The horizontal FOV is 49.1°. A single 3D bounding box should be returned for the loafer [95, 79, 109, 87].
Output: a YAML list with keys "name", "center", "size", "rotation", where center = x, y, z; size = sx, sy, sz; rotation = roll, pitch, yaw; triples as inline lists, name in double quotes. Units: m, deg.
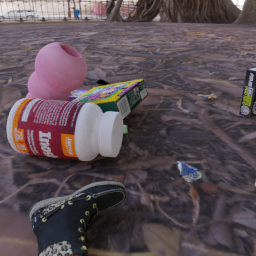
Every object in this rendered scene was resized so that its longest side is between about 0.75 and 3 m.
- name: "loafer"
  center: [-1.218, -2.055, 13.529]
  size: [0.782, 0.685, 2.176]
  rotation: [-2, 26, -3]

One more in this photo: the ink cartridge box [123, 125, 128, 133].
- name: "ink cartridge box"
  center: [-0.622, 0.042, 9.348]
  size: [1.182, 0.283, 0.860]
  rotation: [-3, 3, -3]

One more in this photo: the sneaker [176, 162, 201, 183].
- name: "sneaker"
  center: [1.455, 1.033, 6.759]
  size: [0.395, 1.026, 0.388]
  rotation: [-14, 63, 27]

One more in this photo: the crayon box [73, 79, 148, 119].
- name: "crayon box"
  center: [-0.849, -0.964, 10.552]
  size: [2.380, 0.804, 2.759]
  rotation: [-6, 21, 27]

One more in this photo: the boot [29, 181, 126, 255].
- name: "boot"
  center: [-0.827, 1.883, 5.398]
  size: [2.039, 0.736, 1.540]
  rotation: [-13, 31, -14]

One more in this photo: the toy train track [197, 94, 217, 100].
- name: "toy train track"
  center: [3.640, -1.435, 12.916]
  size: [0.886, 0.144, 0.508]
  rotation: [11, 35, 34]

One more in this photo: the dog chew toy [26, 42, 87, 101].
- name: "dog chew toy"
  center: [-2.610, -1.505, 9.602]
  size: [1.711, 2.747, 1.711]
  rotation: [32, 24, -16]

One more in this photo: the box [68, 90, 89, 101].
- name: "box"
  center: [-2.304, -1.454, 12.745]
  size: [1.478, 0.289, 1.011]
  rotation: [3, 26, 6]

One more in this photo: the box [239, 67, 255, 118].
- name: "box"
  center: [5.451, -1.583, 11.236]
  size: [2.308, 1.849, 0.511]
  rotation: [-18, 30, -33]

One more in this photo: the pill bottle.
- name: "pill bottle"
  center: [-1.720, 0.051, 8.044]
  size: [2.960, 1.672, 1.672]
  rotation: [5, 26, 12]
